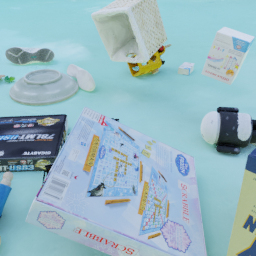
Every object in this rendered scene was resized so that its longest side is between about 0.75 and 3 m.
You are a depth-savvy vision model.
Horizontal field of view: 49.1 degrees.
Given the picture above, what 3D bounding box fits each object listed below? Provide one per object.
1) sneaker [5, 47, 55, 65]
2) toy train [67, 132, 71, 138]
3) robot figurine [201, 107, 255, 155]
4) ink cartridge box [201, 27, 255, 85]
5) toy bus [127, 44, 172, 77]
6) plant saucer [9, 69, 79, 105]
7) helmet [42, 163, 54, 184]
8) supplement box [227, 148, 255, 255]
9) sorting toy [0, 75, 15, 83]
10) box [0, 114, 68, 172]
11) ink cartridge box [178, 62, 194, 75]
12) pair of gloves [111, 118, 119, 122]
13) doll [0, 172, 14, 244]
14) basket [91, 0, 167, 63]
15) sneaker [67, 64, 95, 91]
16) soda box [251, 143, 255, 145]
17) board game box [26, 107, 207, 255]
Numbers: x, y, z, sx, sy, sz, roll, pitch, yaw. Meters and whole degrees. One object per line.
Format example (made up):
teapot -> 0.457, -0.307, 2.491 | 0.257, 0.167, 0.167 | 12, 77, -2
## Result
sneaker -> -4.835, -3.600, 14.015 | 2.421, 0.851, 0.970 | 1, 17, -4
toy train -> -1.471, 0.219, 8.119 | 0.354, 0.474, 0.831 | 18, 36, 27
robot figurine -> 2.888, 0.044, 7.942 | 1.601, 0.999, 1.203 | 5, 25, 8
ink cartridge box -> 2.839, -2.001, 8.091 | 0.934, 1.454, 0.910 | 26, 36, 18
toy bus -> 1.021, -2.989, 12.631 | 2.075, 1.072, 1.958 | -20, 0, 21
plant saucer -> -3.344, -1.788, 11.126 | 2.701, 0.678, 2.701 | 0, 32, 0
helmet -> -1.282, 1.209, 6.001 | 1.022, 1.072, 1.072 | 3, 32, -9
supplement box -> 3.097, 1.232, 4.373 | 1.815, 2.704, 2.701 | 24, 40, 39
sorting toy -> -5.712, -1.966, 11.791 | 1.721, 0.253, 1.272 | 0, 27, 6
box -> -2.877, 0.359, 7.877 | 2.144, 0.533, 2.128 | -2, 31, -2
ink cartridge box -> 2.719, -2.762, 13.000 | 0.525, 0.307, 0.905 | 16, 36, 24
pair of gloves -> -0.625, -0.012, 8.822 | 0.941, 0.131, 1.056 | -12, 31, -16
doll -> -3.077, 1.458, 5.763 | 1.733, 0.616, 2.540 | -35, 48, -4
basket -> 0.117, -3.390, 9.565 | 1.858, 1.875, 1.508 | 16, 51, 45
sneaker -> -1.759, -2.098, 11.722 | 0.838, 0.713, 1.895 | 11, 26, -48
soda box -> 3.939, 0.401, 8.003 | 0.925, 0.293, 0.324 | 28, 42, 36
board game box -> 0.022, 1.078, 5.552 | 2.953, 0.609, 2.960 | 25, 32, -7
